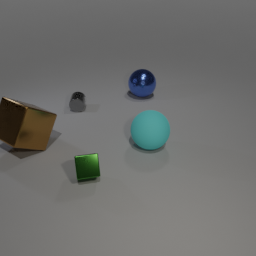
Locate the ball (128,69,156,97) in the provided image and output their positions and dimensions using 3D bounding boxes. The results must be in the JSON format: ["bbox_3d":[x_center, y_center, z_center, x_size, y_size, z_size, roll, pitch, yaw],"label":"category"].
[{"bbox_3d":[0.706,-2.224,13.927,1.400,1.400,1.400,0,30,0],"label":"ball"}]

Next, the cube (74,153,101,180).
[{"bbox_3d":[-1.255,1.162,8.580,0.700,0.700,0.700,-7,-4,-11],"label":"cube"}]

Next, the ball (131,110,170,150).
[{"bbox_3d":[0.790,0.066,9.928,1.400,1.400,1.400,0,30,0],"label":"ball"}]

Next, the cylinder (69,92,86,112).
[{"bbox_3d":[-2.304,-1.199,12.821,0.700,0.700,0.700,-1,36,-1],"label":"cylinder"}]

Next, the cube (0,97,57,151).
[{"bbox_3d":[-3.642,-0.129,9.835,1.400,1.400,1.400,20,2,31],"label":"cube"}]
